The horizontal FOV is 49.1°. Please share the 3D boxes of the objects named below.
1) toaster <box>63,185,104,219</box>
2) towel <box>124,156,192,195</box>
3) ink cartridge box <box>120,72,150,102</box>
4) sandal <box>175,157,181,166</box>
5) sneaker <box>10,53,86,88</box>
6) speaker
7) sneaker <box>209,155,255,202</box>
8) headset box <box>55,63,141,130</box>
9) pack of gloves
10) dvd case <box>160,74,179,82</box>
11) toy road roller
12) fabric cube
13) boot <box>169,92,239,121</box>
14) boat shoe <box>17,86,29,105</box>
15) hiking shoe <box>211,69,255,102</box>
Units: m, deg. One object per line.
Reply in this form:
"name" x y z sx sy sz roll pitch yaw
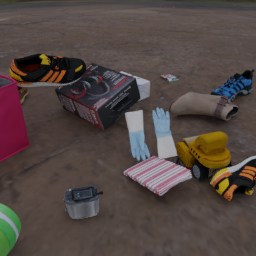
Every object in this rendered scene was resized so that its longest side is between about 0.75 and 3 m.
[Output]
"toaster" -1.103 1.876 7.078 0.999 0.645 0.568 -8 33 -12
"towel" 0.815 1.333 8.079 1.265 0.259 1.729 -21 21 -29
"ink cartridge box" -0.295 -2.016 13.402 2.400 0.800 1.390 27 40 37
"sandal" 1.463 1.269 8.436 0.194 0.344 0.905 10 43 11
"sneaker" -2.617 -2.052 9.554 2.673 1.203 0.935 -13 77 -24
"speaker" -3.188 2.722 5.093 1.266 1.266 2.863 7 32 12
"sneaker" 3.293 1.457 7.884 2.007 0.702 0.903 -15 50 -23
"headset box" -1.126 -1.335 11.424 3.000 1.125 2.229 27 58 37
"pack of gloves" 0.699 0.174 8.632 1.366 1.627 0.321 -10 -9 4
"dvd case" 2.254 -2.749 15.310 0.648 0.098 0.888 -16 34 -25
"toy road roller" 2.350 0.593 8.541 1.121 1.332 1.824 -10 32 -16
"fabric cube" -4.978 -0.276 8.968 2.371 2.409 2.417 19 36 30
"boot" 3.183 -0.807 11.336 2.575 0.905 1.883 -24 40 -34
"boat shoe" -5.129 -1.776 13.078 0.768 0.720 2.132 -5 31 -8
"hiking shoe" 4.780 -1.977 12.974 2.646 1.147 0.984 -23 38 -31
